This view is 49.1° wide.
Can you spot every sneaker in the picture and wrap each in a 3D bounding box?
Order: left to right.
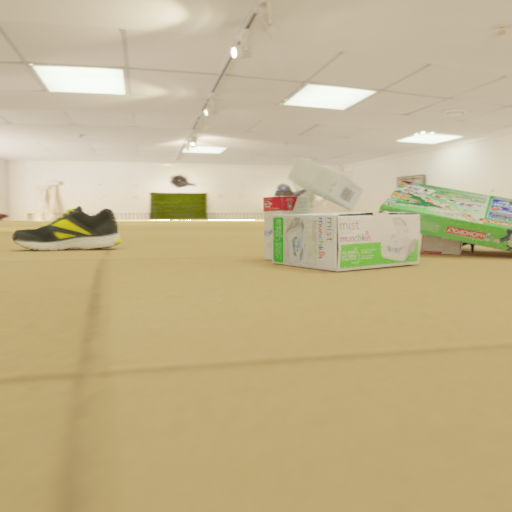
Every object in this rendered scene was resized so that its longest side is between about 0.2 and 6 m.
[{"bbox_3d":[-4.393,-0.649,13.047,2.389,1.011,0.890,-3,5,-13],"label":"sneaker"}]

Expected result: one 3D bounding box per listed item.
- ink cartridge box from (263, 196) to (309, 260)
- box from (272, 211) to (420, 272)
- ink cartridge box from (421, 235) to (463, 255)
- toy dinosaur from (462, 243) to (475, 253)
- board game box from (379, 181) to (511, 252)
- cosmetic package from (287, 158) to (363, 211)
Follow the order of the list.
[{"bbox_3d":[0.583,-0.525,10.571,0.512,1.196,0.882,4,5,39],"label":"ink cartridge box"},{"bbox_3d":[1.517,-0.308,9.533,1.918,0.927,1.693,-3,6,-35],"label":"box"},{"bbox_3d":[4.083,-0.437,12.193,0.807,0.470,1.108,4,21,23],"label":"ink cartridge box"},{"bbox_3d":[4.589,-0.479,13.287,1.134,0.853,2.217,-4,38,5],"label":"toy dinosaur"},{"bbox_3d":[4.515,-0.855,11.894,3.373,0.491,2.270,14,26,22],"label":"board game box"},{"bbox_3d":[1.225,-1.300,10.056,0.642,0.451,1.266,26,4,-41],"label":"cosmetic package"}]
